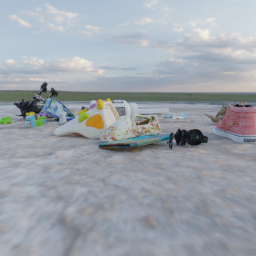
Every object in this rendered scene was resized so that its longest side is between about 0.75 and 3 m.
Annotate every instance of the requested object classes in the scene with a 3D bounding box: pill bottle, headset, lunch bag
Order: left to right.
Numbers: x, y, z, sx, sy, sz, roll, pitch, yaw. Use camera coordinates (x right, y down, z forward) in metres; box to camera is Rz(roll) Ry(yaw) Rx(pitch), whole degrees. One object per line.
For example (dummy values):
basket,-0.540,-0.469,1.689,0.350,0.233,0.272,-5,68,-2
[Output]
lunch bag,-3.511,-0.826,14.232,1.500,0.956,1.276,27,-6,-27
pill bottle,-0.598,-0.640,11.971,1.988,1.101,1.101,-3,8,-20
headset,1.547,0.331,7.408,1.325,0.623,0.818,14,-9,-41

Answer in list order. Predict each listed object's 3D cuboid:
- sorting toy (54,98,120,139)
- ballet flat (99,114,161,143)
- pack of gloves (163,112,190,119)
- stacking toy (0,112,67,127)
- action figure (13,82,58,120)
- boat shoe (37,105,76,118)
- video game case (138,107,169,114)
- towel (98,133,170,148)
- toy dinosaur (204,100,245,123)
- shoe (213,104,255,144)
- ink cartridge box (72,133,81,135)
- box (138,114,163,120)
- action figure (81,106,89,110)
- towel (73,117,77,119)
sorting toy,-1.446,-0.161,9.589,1.951,1.158,2.167,-18,3,12
ballet flat,0.079,-0.023,8.471,0.900,0.761,2.380,4,8,44
pack of gloves,2.791,-0.750,16.203,1.268,0.298,1.510,7,10,39
stacking toy,-3.908,-0.299,11.860,1.819,0.567,2.412,0,9,14
action figure,-4.959,-1.171,15.134,1.687,1.448,2.838,25,49,7
boat shoe,-4.240,-0.987,16.042,2.514,0.788,0.921,-1,7,-10
video game case,0.423,-0.953,15.222,2.699,0.310,2.459,-2,7,-23
towel,0.245,0.334,7.249,1.687,0.183,1.237,-7,1,-44
toy dinosaur,4.488,-0.568,12.650,2.208,0.948,1.496,-16,-3,0
shoe,3.366,-0.234,8.832,0.842,1.072,2.356,0,7,-2
ink cartridge box,-1.436,0.117,9.715,0.794,0.173,0.689,5,7,35
box,0.785,-0.619,15.069,1.825,0.332,1.317,7,10,36
action figure,-1.879,-0.895,16.391,1.729,0.600,1.125,8,3,30
towel,-1.566,-0.373,13.215,1.693,0.286,1.772,-3,9,-25
